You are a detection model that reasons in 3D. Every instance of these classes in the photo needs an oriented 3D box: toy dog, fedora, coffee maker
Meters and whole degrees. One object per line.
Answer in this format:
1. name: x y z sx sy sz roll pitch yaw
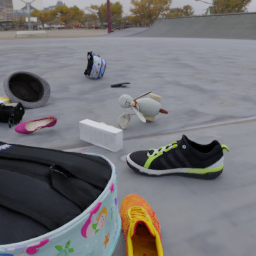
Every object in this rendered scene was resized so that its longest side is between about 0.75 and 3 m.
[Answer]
1. toy dog: 0.634 -0.678 9.577 0.988 1.352 2.051 22 31 36
2. fedora: -4.392 -1.564 12.002 1.905 1.685 0.860 12 -22 -32
3. coffee maker: -4.437 -0.518 9.967 1.102 0.743 1.059 3 23 10

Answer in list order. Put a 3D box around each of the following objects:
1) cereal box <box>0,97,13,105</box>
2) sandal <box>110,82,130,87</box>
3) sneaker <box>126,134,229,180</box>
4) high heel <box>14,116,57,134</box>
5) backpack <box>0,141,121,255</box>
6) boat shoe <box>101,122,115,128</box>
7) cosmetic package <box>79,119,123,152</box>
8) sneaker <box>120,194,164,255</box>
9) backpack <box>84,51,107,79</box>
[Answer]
1. cereal box: -5.908 -0.708 10.752 1.724 0.474 2.397 7 23 17
2. sandal: -0.400 -2.293 15.062 1.070 0.229 0.407 -10 15 2
3. sneaker: 1.179 0.584 6.891 2.442 1.011 0.876 2 22 5
4. high heel: -2.970 -0.118 9.042 1.334 0.449 0.640 -6 -15 -20
5. backpack: -1.483 1.251 3.804 2.731 2.056 2.425 -1 17 19
6. boat shoe: -0.676 0.086 9.114 0.875 0.323 0.303 20 46 39
7. cosmetic package: -0.818 0.200 8.382 1.471 0.607 0.372 17 29 35
8. sneaker: 0.252 1.653 4.619 0.741 0.784 2.032 -4 21 -7
9. backpack: -1.972 -3.650 16.885 1.214 1.575 1.501 9 24 -13
